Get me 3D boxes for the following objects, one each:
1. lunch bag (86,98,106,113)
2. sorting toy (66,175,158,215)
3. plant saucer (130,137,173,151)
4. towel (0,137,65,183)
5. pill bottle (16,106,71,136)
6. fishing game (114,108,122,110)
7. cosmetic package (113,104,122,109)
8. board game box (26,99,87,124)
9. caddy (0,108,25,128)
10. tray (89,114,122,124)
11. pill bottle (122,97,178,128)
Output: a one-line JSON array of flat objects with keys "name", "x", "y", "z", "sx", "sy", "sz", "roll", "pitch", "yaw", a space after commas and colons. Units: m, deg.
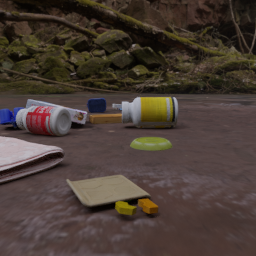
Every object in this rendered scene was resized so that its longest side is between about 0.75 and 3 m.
[{"name": "lunch bag", "x": -1.883, "y": -1.349, "z": 16.627, "sx": 1.205, "sy": 0.818, "sz": 0.797, "roll": -2, "pitch": 8, "yaw": -4}, {"name": "sorting toy", "x": -0.222, "y": 0.955, "z": 3.919, "sx": 1.019, "sy": 0.183, "sz": 1.368, "roll": 1, "pitch": 8, "yaw": -25}, {"name": "plant saucer", "x": 0.620, "y": 0.395, "z": 7.458, "sx": 1.124, "sy": 0.175, "sz": 1.124, "roll": 0, "pitch": 8, "yaw": 0}, {"name": "towel", "x": -3.110, "y": 0.584, "z": 5.374, "sx": 2.773, "sy": 0.447, "sz": 2.649, "roll": 7, "pitch": 11, "yaw": 34}, {"name": "pill bottle", "x": -2.782, "y": -0.251, "z": 9.189, "sx": 1.651, "sy": 0.927, "sz": 0.927, "roll": 4, "pitch": 10, "yaw": 21}, {"name": "fishing game", "x": 0.041, "y": -1.270, "z": 17.974, "sx": 1.781, "sy": 0.277, "sz": 1.275, "roll": 2, "pitch": 6, "yaw": 13}, {"name": "cosmetic package", "x": -0.478, "y": -1.429, "z": 18.681, "sx": 1.045, "sy": 0.265, "sz": 0.431, "roll": 4, "pitch": 5, "yaw": -17}, {"name": "board game box", "x": -2.738, "y": -0.660, "z": 11.219, "sx": 2.191, "sy": 0.451, "sz": 2.185, "roll": 13, "pitch": 3, "yaw": -10}, {"name": "caddy", "x": -4.236, "y": -0.340, "z": 10.425, "sx": 0.942, "sy": 0.700, "sz": 1.333, "roll": -7, "pitch": 0, "yaw": -14}, {"name": "tray", "x": -0.733, "y": -0.416, "z": 12.238, "sx": 1.771, "sy": 0.328, "sz": 0.873, "roll": -4, "pitch": 9, "yaw": -19}, {"name": "pill bottle", "x": 0.795, "y": -0.585, "z": 10.576, "sx": 2.048, "sy": 1.147, "sz": 1.147, "roll": 0, "pitch": 9, "yaw": -1}]
